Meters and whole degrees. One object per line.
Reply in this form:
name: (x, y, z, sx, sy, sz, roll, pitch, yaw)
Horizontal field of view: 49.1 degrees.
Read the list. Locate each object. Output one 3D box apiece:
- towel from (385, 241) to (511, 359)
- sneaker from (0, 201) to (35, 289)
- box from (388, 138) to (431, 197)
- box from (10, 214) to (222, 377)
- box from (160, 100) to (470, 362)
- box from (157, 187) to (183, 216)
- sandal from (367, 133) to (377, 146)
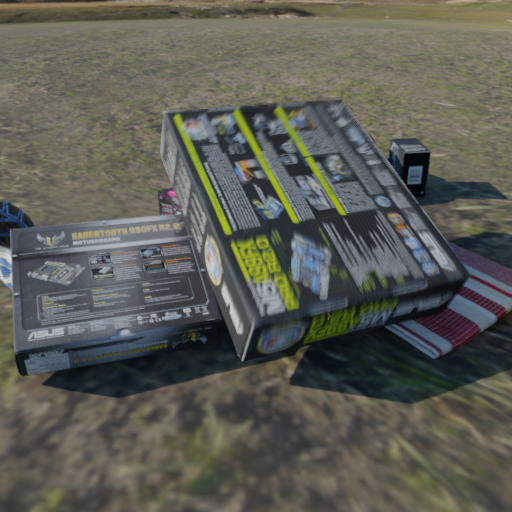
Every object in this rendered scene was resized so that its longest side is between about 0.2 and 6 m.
towel: (2.627, 0.533, 8.007, 2.433, 0.277, 1.752, -22, 37, -32)
sneaker: (-3.136, 0.173, 8.030, 0.912, 0.928, 2.408, -33, 61, -33)
box: (3.153, -1.845, 11.665, 0.584, 0.977, 0.994, -3, 28, -2)
box: (-1.818, 0.393, 7.124, 2.382, 0.576, 1.887, -7, 51, -19)
box: (0.593, -0.640, 7.601, 2.962, 0.819, 3.698, -11, 54, -21)
box: (-1.143, -0.863, 10.087, 1.094, 0.628, 0.723, 17, 27, 38)
sandal: (2.339, -2.208, 12.152, 0.644, 1.144, 3.008, -2, 28, 2)
